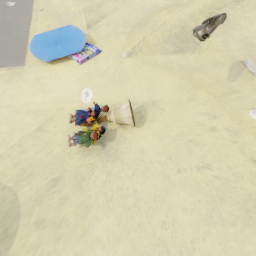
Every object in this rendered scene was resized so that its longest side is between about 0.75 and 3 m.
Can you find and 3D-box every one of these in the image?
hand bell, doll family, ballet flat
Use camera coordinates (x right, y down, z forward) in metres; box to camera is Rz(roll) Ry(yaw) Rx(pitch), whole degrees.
[{"bbox_3d":[-0.727,-0.304,8.920,1.776,0.925,0.925,-11,51,6],"label":"hand bell"},{"bbox_3d":[-1.173,-0.151,8.630,1.148,0.779,1.986,-14,57,13],"label":"doll family"},{"bbox_3d":[2.167,-2.640,7.311,0.575,0.396,1.707,-10,24,42],"label":"ballet flat"}]

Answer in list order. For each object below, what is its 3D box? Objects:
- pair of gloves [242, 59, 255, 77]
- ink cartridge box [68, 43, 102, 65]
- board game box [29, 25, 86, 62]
[{"bbox_3d":[5.226,-2.416,10.856,1.275,0.223,1.084,-10,52,-7],"label":"pair of gloves"},{"bbox_3d":[-1.723,-3.083,11.388,0.737,0.259,1.234,36,58,25],"label":"ink cartridge box"},{"bbox_3d":[-2.823,-3.342,11.497,2.286,0.445,1.806,-21,59,-10],"label":"board game box"}]
